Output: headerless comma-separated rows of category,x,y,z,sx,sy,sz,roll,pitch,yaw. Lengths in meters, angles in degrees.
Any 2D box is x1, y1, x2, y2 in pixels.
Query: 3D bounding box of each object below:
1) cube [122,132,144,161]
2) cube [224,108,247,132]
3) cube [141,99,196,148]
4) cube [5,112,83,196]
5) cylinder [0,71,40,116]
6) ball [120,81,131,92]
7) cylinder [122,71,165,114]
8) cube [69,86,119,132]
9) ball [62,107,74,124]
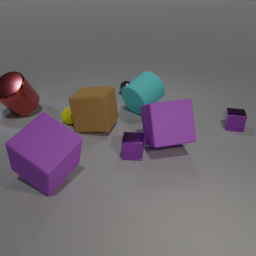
cube,0.166,0.604,9.422,0.700,0.700,0.700,3,27,4
cube,4.270,-0.329,11.168,0.700,0.700,0.700,6,30,11
cube,1.312,-0.166,9.452,1.400,1.400,1.400,-7,2,-10
cube,-2.263,0.720,7.737,1.400,1.400,1.400,32,53,10
cylinder,-4.712,-1.425,11.885,1.400,1.400,1.400,-6,59,11
ball,-0.083,-2.079,14.454,0.700,0.700,0.700,0,28,0
cylinder,0.675,-1.550,12.353,1.400,1.400,1.400,24,54,38
cube,-1.289,-0.761,10.938,1.400,1.400,1.400,0,25,15
ball,-2.367,-0.506,11.481,0.700,0.700,0.700,0,28,0
